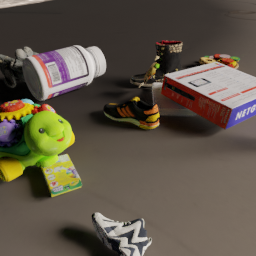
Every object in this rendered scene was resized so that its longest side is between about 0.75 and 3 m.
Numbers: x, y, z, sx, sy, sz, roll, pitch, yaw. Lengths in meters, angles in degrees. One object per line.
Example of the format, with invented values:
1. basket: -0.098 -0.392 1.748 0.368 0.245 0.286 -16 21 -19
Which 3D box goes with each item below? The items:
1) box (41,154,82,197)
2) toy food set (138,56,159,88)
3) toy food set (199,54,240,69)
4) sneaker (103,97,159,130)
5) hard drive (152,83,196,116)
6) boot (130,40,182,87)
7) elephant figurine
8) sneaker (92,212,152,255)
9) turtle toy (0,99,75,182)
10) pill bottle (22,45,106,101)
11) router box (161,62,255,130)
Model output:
1. box: -1.509 1.085 6.325 0.693 0.286 1.181 -15 33 -22
2. toy food set: 0.815 -1.895 9.686 0.242 1.207 0.834 33 19 4
3. toy food set: 4.053 -2.902 12.371 1.629 0.396 1.613 22 39 31
4. sneaker: 0.090 -0.610 8.404 1.897 0.854 0.664 19 37 26
5. hard drive: 1.520 -1.028 9.595 1.331 0.269 2.018 2 32 1
6. boot: 1.103 -2.411 10.524 2.090 1.574 0.765 -5 33 -8
7. elephant figurine: -4.278 -2.245 10.697 1.939 1.505 1.372 -11 -12 32
8. sneaker: -0.068 1.813 5.033 0.751 0.461 1.154 -26 41 -36
9. turtle toy: -2.327 0.123 6.508 2.801 1.416 2.041 15 35 37
10. pill bottle: -2.199 -2.098 10.087 2.721 1.516 1.516 -26 41 -33
11. router box: 3.006 -1.222 9.153 2.884 0.705 2.589 -19 41 -34
